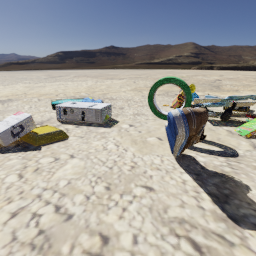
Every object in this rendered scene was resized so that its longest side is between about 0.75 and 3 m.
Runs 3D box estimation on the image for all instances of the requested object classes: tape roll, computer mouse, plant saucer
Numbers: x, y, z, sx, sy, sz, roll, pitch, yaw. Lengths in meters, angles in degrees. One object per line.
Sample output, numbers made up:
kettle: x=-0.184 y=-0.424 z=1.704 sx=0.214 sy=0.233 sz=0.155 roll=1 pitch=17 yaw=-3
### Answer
tape roll: x=1.524 y=-1.070 z=10.220 sx=1.600 sy=1.600 sz=0.385 roll=4 pitch=17 yaw=13
computer mouse: x=4.451 y=-0.641 z=12.384 sx=0.335 sy=0.881 sz=1.272 roll=40 pitch=36 yaw=19
plant saucer: x=-2.979 y=0.191 z=9.837 sx=1.339 sy=0.324 sz=1.339 roll=14 pitch=21 yaw=42

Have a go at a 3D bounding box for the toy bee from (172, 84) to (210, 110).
toy bee: x=2.914 y=-1.621 z=14.363 sx=1.423 sy=1.713 sz=2.617 roll=50 pitch=25 yaw=12

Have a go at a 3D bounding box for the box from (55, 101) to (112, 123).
box: x=-1.962 y=-0.737 z=12.596 sx=2.210 sy=0.664 sz=1.289 roll=4 pitch=16 yaw=16

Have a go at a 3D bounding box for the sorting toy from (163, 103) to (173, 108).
sorting toy: x=2.750 y=-1.295 z=15.514 sx=1.645 sy=0.224 sz=0.926 roll=3 pitch=15 yaw=11

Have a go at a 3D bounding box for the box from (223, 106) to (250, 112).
box: x=5.709 y=-1.109 z=14.711 sx=1.203 sy=0.297 sz=0.960 roll=9 pitch=16 yaw=31

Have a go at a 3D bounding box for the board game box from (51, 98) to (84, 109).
board game box: x=-3.184 y=-1.403 z=15.747 sx=2.207 sy=0.311 sz=1.493 roll=-4 pitch=16 yaw=-17

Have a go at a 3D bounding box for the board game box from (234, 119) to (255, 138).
board game box: x=4.633 y=-0.079 z=10.173 sx=1.397 sy=0.209 sz=0.667 roll=-24 pitch=22 yaw=-3

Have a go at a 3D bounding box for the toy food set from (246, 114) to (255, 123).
toy food set: x=5.755 y=-0.276 z=11.222 sx=2.018 sy=0.491 sz=1.997 roll=-6 pitch=16 yaw=-18

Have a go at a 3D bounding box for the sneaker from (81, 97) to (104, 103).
sneaker: x=-1.830 y=-1.099 z=14.174 sx=0.788 sy=0.662 sz=2.010 roll=-24 pitch=25 yaw=-28

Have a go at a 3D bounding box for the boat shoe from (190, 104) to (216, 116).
boat shoe: x=3.555 y=-0.888 z=13.479 sx=1.398 sy=0.496 sz=0.504 roll=14 pitch=20 yaw=41

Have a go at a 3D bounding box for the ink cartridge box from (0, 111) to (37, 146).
ink cartridge box: x=-3.888 y=0.002 z=9.431 sx=0.906 sy=0.528 sz=1.252 roll=14 pitch=41 yaw=42

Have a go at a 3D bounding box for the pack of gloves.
pack of gloves: x=4.560 y=-1.421 z=13.138 sx=2.929 sy=0.578 sz=2.461 roll=-2 pitch=-6 yaw=12

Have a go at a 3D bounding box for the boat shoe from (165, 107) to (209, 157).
boat shoe: x=1.543 y=0.144 z=7.313 sx=0.955 sy=0.953 sz=2.639 roll=-14 pitch=-12 yaw=2
